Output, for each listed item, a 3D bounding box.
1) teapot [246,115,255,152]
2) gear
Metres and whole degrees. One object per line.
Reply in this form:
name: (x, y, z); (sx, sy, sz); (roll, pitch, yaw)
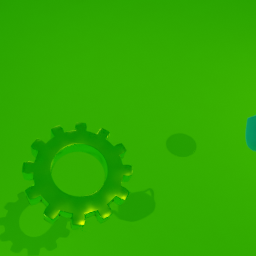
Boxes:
teapot: (1.943, -0.039, 3.652); (0.846, 1.361, 0.666); (-19, 85, 20)
gear: (-0.720, 0.655, 4.133); (1.544, 0.286, 1.544); (7, 58, -11)
